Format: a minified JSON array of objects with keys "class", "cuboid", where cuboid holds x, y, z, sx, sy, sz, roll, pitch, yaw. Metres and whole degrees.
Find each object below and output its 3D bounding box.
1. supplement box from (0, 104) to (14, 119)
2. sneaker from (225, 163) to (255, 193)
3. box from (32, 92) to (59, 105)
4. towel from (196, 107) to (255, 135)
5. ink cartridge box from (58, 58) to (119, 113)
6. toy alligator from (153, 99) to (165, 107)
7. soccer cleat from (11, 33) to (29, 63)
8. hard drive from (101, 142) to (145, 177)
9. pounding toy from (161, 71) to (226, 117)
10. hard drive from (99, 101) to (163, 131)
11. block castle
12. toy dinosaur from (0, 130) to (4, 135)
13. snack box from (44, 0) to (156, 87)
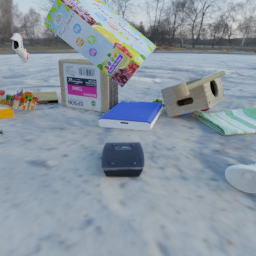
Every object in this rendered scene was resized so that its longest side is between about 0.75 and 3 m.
[{"class":"supplement box","cuboid":[-4.337,-0.595,9.680,0.559,0.326,0.887,-11,21,-34]},{"class":"sneaker","cuboid":[2.347,0.808,5.164,1.302,0.479,0.768,9,24,-2]},{"class":"box","cuboid":[-3.782,-1.287,12.006,1.502,0.195,1.837,-5,18,-16]},{"class":"towel","cuboid":[3.701,-0.272,8.763,2.559,0.299,1.952,-4,19,-11]},{"class":"ink cartridge box","cuboid":[-1.470,-1.626,10.448,2.199,1.812,0.826,9,21,26]},{"class":"toy alligator","cuboid":[1.167,-0.871,10.530,0.300,0.328,1.107,-7,19,-19]},{"class":"soccer cleat","cuboid":[-3.446,-2.484,8.878,0.356,1.037,0.442,15,46,11]},{"class":"hard drive","cuboid":[-0.102,0.649,5.979,0.902,0.283,1.338,0,18,-1]},{"class":"pounding toy","cuboid":[2.203,-0.996,8.940,2.167,1.129,2.467,-12,7,40]},{"class":"hard drive","cuboid":[0.198,-0.479,9.360,1.601,0.308,2.427,5,19,14]},{"class":"block castle","cuboid":[-3.886,-1.073,9.975,0.917,0.643,1.372,18,6,12]},{"class":"toy dinosaur","cuboid":[-3.713,0.148,7.583,0.479,0.258,1.087,-10,15,18]},{"class":"snack box","cuboid":[-0.490,-2.008,6.129,2.034,0.688,1.716,40,32,-5]}]
